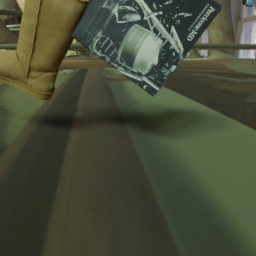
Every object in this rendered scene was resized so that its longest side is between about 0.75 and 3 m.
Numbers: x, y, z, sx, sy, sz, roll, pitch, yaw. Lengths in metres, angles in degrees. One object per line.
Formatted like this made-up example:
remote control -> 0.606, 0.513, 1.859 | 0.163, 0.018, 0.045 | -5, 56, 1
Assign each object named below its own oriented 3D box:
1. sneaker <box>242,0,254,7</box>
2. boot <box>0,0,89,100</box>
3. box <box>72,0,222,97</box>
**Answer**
sneaker -> 4.242, -4.686, 9.770 | 0.395, 1.007, 0.332 | 9, -11, -11
boot -> -2.459, -2.292, 6.674 | 2.440, 2.786, 0.921 | 23, 36, -10
box -> 0.395, -2.348, 6.317 | 2.258, 2.297, 1.423 | 35, 19, -5
